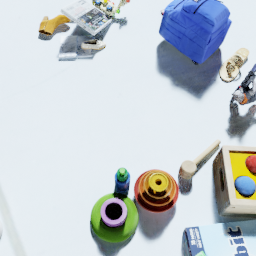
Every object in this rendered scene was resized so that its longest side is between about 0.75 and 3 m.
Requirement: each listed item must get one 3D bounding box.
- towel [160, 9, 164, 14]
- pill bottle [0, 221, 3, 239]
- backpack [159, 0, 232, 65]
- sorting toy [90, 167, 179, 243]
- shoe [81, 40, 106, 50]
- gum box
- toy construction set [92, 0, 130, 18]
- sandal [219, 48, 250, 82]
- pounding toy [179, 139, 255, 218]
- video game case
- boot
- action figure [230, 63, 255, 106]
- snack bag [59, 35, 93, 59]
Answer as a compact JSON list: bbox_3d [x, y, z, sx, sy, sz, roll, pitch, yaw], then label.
[{"bbox_3d":[2.359,-5.226,13.179,1.109,0.175,1.540,-24,60,-11],"label":"towel"},{"bbox_3d":[-4.157,2.490,7.201,1.268,2.242,1.268,0,58,0],"label":"pill bottle"},{"bbox_3d":[2.700,-4.346,11.483,2.544,2.134,2.067,38,58,19],"label":"backpack"},{"bbox_3d":[0.137,1.963,8.154,2.863,1.175,1.720,-28,63,-16],"label":"sorting toy"},{"bbox_3d":[-1.453,-3.586,12.011,1.109,0.296,0.388,-11,62,-20],"label":"shoe"},{"bbox_3d":[2.971,3.652,7.423,2.561,0.571,2.176,-5,55,-4],"label":"gum box"},{"bbox_3d":[-0.875,-5.993,13.256,2.103,0.969,1.379,25,61,27],"label":"toy construction set"},{"bbox_3d":[4.390,-2.790,11.378,0.743,0.667,2.028,33,64,19],"label":"sandal"},{"bbox_3d":[3.120,1.219,8.507,2.969,1.358,2.608,3,59,1],"label":"pounding toy"},{"bbox_3d":[-1.771,-4.926,12.301,1.715,0.220,1.886,34,42,-4],"label":"video game case"},{"bbox_3d":[-3.313,-4.614,12.670,1.383,0.487,0.990,1,64,6],"label":"boot"},{"bbox_3d":[4.498,-1.361,9.833,1.782,1.842,0.964,-16,57,-15],"label":"action figure"},{"bbox_3d":[-2.237,-3.555,12.151,1.472,0.158,1.388,-2,58,-2],"label":"snack bag"}]
